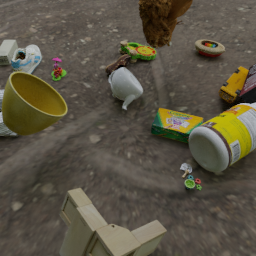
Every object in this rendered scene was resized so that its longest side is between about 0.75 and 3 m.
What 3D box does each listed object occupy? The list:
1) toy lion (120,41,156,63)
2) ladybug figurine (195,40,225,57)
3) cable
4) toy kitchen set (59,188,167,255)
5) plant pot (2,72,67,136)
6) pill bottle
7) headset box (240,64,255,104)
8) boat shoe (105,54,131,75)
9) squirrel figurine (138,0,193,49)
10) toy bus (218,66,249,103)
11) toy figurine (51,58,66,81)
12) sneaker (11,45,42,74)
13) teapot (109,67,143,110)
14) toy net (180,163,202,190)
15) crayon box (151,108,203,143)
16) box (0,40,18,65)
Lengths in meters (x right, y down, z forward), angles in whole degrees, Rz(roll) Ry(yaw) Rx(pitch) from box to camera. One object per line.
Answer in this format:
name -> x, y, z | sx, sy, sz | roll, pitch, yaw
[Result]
toy lion -> 0.568, -3.853, 14.033 | 1.542, 0.552, 1.609 | -16, 46, -25
ladybug figurine -> 4.078, -3.954, 14.031 | 1.533, 0.551, 1.040 | 24, 50, 22
cable -> -4.837, -0.586, 10.531 | 2.169, 0.751, 2.169 | -8, 46, -7
toy kitchen set -> -0.572, 2.725, 7.194 | 1.827, 1.652, 2.025 | -4, 37, -46
plant pot -> -2.855, -0.532, 8.024 | 1.792, 1.272, 1.792 | 38, 20, -16
pill bottle -> 3.495, 0.173, 9.212 | 2.840, 1.551, 1.551 | -26, 51, -25
headset box -> 5.335, -1.342, 10.635 | 1.776, 0.921, 2.386 | 42, 49, -7
boat shoe -> -0.348, -2.889, 13.007 | 0.534, 0.534, 1.518 | 31, 60, 33
squirrel figurine -> 1.218, -4.225, 10.440 | 2.011, 2.652, 2.842 | 32, 61, 7
toy bus -> 4.429, -1.761, 11.581 | 0.704, 0.847, 2.163 | 37, 55, 15
toy figurine -> -3.213, -2.718, 12.610 | 0.678, 0.831, 0.903 | 5, 46, 5
sneaker -> -4.741, -3.352, 13.152 | 0.910, 0.961, 2.379 | 1, 44, 3
teapot -> -0.198, -1.664, 11.380 | 1.092, 1.476, 1.495 | -37, 10, 18
toy net -> 1.982, 1.486, 8.860 | 0.558, 0.205, 1.063 | -3, 45, -3
crayon box -> 1.794, -0.077, 10.204 | 1.691, 0.492, 1.004 | 14, 47, 14
box -> -5.990, -3.756, 13.850 | 0.641, 0.533, 1.560 | 1, 45, 1
